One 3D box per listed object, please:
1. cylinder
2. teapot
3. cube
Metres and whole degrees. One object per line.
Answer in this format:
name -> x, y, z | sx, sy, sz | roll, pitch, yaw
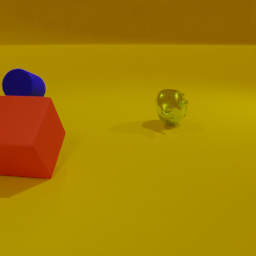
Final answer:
cylinder -> -3.520, -1.391, 9.559 | 1.071, 1.071, 1.071 | 2, 0, 7
teapot -> 1.434, -0.674, 8.878 | 0.928, 1.178, 1.895 | -12, 24, 31
cube -> -2.104, 0.185, 5.641 | 1.195, 1.195, 1.195 | 3, 52, 8
